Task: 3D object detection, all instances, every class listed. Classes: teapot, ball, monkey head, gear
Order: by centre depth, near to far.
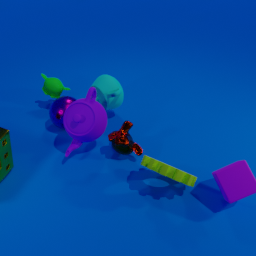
[{"bbox_3d":[0.953,1.008,6.633,1.321,0.244,1.321,23,-3,1],"label":"gear"},{"bbox_3d":[-1.239,-0.159,7.593,1.231,1.980,0.970,20,1,12],"label":"teapot"},{"bbox_3d":[-0.080,0.287,7.712,1.204,0.725,0.866,25,77,40],"label":"monkey head"},{"bbox_3d":[-1.925,-0.475,8.762,1.056,1.056,1.056,0,36,0],"label":"ball"},{"bbox_3d":[-0.790,-1.092,9.123,0.926,1.176,1.891,-34,21,-29],"label":"teapot"},{"bbox_3d":[-2.515,-1.428,9.604,1.092,0.658,0.785,29,21,-5],"label":"monkey head"}]

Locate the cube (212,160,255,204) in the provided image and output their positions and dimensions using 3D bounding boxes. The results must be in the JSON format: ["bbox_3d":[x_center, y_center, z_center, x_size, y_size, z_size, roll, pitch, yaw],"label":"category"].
[{"bbox_3d":[2.404,1.194,6.308,0.711,0.711,0.711,-26,78,7],"label":"cube"}]

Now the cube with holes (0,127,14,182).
[{"bbox_3d":[-3.731,0.714,6.586,1.338,1.338,1.338,19,41,6],"label":"cube with holes"}]
